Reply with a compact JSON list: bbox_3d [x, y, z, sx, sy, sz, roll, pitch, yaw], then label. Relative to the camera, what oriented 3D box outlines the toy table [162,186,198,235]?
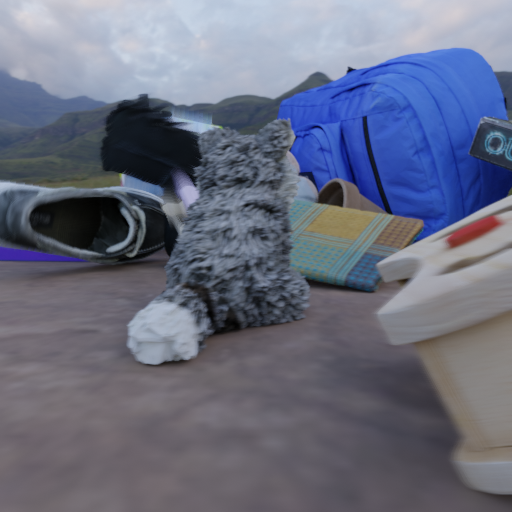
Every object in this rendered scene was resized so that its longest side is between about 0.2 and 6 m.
[{"bbox_3d":[-0.795,-0.533,6.936,0.396,0.676,0.622,-35,30,25],"label":"toy table"}]

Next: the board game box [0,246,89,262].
[{"bbox_3d":[-4.486,-0.540,10.373,4.359,0.976,2.931,0,6,5],"label":"board game box"}]

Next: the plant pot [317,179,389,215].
[{"bbox_3d":[1.558,-0.426,8.972,1.165,1.336,1.336,18,0,-19],"label":"plant pot"}]

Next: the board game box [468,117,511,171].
[{"bbox_3d":[5.630,-0.859,7.421,3.087,0.643,4.565,-4,28,-36],"label":"board game box"}]

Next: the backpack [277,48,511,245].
[{"bbox_3d":[2.340,-1.681,10.552,3.592,3.478,4.281,-34,21,-23],"label":"backpack"}]

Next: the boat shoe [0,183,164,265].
[{"bbox_3d":[-2.092,-0.344,7.704,1.163,1.183,3.281,14,10,33],"label":"boat shoe"}]

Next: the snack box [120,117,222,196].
[{"bbox_3d":[-1.549,-1.978,10.919,2.156,0.865,2.556,7,27,-21],"label":"snack box"}]

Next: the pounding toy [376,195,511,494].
[{"bbox_3d":[1.299,0.462,2.267,1.379,1.384,2.412,-29,-1,-6],"label":"pounding toy"}]

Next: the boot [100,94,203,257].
[{"bbox_3d":[-1.426,-1.103,7.997,1.696,2.070,0.766,24,22,9],"label":"boot"}]

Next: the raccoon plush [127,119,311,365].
[{"bbox_3d":[-0.155,-0.302,4.349,1.220,1.689,2.521,0,6,2],"label":"raccoon plush"}]

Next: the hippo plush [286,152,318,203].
[{"bbox_3d":[-0.113,-0.546,9.076,1.779,2.233,1.795,24,-35,-31],"label":"hippo plush"}]

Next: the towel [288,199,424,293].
[{"bbox_3d":[0.709,-0.204,7.001,2.298,0.249,1.686,13,35,32],"label":"towel"}]
